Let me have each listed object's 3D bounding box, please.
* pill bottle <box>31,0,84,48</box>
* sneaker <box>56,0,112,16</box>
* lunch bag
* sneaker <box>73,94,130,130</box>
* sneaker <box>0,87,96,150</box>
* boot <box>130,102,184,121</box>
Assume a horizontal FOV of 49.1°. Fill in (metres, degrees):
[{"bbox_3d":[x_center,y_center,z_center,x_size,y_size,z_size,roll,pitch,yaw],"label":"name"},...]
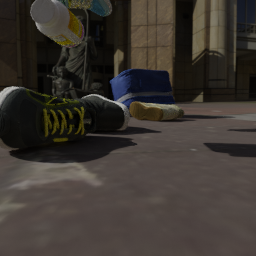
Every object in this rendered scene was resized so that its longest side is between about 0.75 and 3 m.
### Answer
[{"bbox_3d":[-1.202,-1.810,4.837,0.587,0.587,1.125,1,1,10],"label":"pill bottle"},{"bbox_3d":[-1.582,-3.626,8.127,2.104,1.374,0.837,30,-22,-15],"label":"sneaker"},{"bbox_3d":[0.739,-1.416,12.405,2.750,1.819,1.868,-5,-9,-32],"label":"lunch bag"},{"bbox_3d":[-1.145,-0.433,7.004,1.224,0.873,2.468,2,8,-37],"label":"sneaker"},{"bbox_3d":[-1.191,-0.196,4.594,1.045,0.920,2.471,1,6,8],"label":"sneaker"},{"bbox_3d":[1.015,-0.611,10.144,1.330,0.620,1.720,-6,14,-40],"label":"boot"}]
